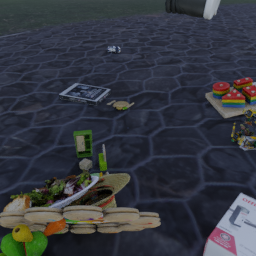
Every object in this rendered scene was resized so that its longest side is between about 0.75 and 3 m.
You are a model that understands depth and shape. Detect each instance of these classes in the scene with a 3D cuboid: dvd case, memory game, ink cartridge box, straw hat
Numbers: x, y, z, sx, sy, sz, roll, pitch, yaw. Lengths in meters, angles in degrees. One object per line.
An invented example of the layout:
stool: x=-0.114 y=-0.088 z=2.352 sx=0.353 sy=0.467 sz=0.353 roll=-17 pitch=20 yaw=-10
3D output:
dvd case: x=-1.677 y=-1.347 z=11.024 sx=1.651 sy=0.204 sz=1.241 roll=12 pitch=33 yaw=20
memory game: x=-0.704 y=1.511 z=4.438 sx=2.507 sy=2.507 sz=0.160 roll=-1 pitch=64 yaw=-1
ink cartridge box: x=2.205 y=1.995 z=5.061 sx=1.073 sy=0.625 sz=1.473 roll=24 pitch=37 yaw=34
straw hat: x=-0.569 y=1.552 z=5.650 sx=1.652 sy=0.699 sz=1.652 roll=-20 pitch=7 yaw=3

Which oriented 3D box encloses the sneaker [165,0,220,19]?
sneaker: x=1.877 y=-3.741 z=7.816 sx=1.421 sy=1.013 sz=2.865 roll=20 pitch=34 yaw=14

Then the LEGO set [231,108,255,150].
LEGO set: x=3.312 y=0.055 z=7.795 sx=0.703 sy=1.213 sz=0.933 roll=0 pitch=40 yaw=-36

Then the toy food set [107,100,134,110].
toy food set: x=-0.259 y=-0.818 z=10.220 sx=0.887 sy=0.178 sz=0.612 roll=10 pitch=25 yaw=26

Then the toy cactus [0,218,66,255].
toy cactus: x=-1.154 y=2.228 z=3.974 sx=1.113 sy=2.177 sz=1.796 roll=-29 pitch=80 yaw=-34

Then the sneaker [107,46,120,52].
sneaker: x=-0.858 y=-4.544 z=16.206 sx=0.507 sy=0.327 sz=0.934 roll=-13 pitch=26 yaw=-30

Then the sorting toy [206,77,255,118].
sorting toy: x=3.927 y=-1.211 z=10.098 sx=1.727 sy=0.605 sz=1.737 roll=-14 pitch=33 yaw=-2

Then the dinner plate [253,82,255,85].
dinner plate: x=5.487 y=-1.826 z=11.338 sx=1.243 sy=0.151 sz=1.243 roll=-8 pitch=2 yaw=0

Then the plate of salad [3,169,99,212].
plate of salad: x=-1.526 y=1.265 z=5.526 sx=1.953 sy=0.469 sz=1.953 roll=-21 pitch=2 yaw=1

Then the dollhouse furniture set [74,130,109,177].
dollhouse furniture set: x=-0.985 y=0.852 z=6.841 sx=0.962 sy=0.743 sz=1.926 roll=-5 pitch=31 yaw=-8
